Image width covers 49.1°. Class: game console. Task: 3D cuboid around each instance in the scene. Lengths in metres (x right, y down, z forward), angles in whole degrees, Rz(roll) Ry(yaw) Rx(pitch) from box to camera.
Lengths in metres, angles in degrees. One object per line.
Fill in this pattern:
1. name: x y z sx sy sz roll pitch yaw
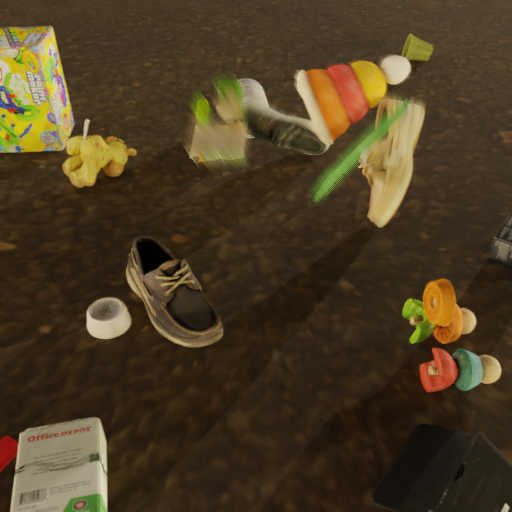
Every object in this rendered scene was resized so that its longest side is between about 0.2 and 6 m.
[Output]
1. game console: 2.328 2.831 6.720 1.243 0.822 1.413 47 52 6

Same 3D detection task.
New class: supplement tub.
1. supplement tub: -0.202 -3.801 14.354 1.020 1.020 1.545 -4 39 -5

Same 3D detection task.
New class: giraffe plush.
1. giraffe plush: -3.386 -2.192 12.352 1.187 1.464 1.263 1 35 -48

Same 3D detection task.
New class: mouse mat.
1. mouse mat: 1.830 -1.847 9.756 0.082 2.187 1.760 42 29 -3

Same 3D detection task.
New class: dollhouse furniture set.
1. dollhouse furniture set: -0.571 -2.123 9.547 0.887 0.685 1.775 2 59 5

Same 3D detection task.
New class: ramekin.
1. ramekin: -2.362 0.962 8.912 0.702 0.327 0.702 1 39 0

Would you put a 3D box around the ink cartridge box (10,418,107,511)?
1. ink cartridge box: -2.273 2.672 6.571 0.984 0.557 1.342 -7 39 -9

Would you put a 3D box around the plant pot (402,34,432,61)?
1. plant pot: 5.307 -6.729 18.334 0.793 0.835 0.835 14 39 -3

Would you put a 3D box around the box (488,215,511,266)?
1. box: 4.879 -0.224 10.271 0.854 0.488 0.938 24 45 29

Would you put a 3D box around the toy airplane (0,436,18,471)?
1. toy airplane: -3.817 2.640 6.813 1.724 0.317 1.724 1 37 -1

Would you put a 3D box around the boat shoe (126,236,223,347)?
1. boat shoe: -1.425 0.514 9.003 0.923 0.909 2.478 -27 46 -30

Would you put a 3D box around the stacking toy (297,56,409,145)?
1. stacking toy: 2.174 -3.552 12.000 2.322 1.696 1.696 -21 37 13

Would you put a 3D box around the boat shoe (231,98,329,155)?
1. boat shoe: 0.528 -2.884 13.091 2.427 0.833 0.687 23 50 -2

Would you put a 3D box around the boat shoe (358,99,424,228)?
1. boat shoe: 2.559 -1.941 11.299 1.000 1.066 2.891 21 65 -6

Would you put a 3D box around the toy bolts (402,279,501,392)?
1. toy bolts: 2.934 1.137 8.033 1.045 1.439 1.506 1 56 -9

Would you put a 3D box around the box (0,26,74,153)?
1. box: -5.893 -3.896 13.254 2.419 2.512 1.532 -2 39 -3
